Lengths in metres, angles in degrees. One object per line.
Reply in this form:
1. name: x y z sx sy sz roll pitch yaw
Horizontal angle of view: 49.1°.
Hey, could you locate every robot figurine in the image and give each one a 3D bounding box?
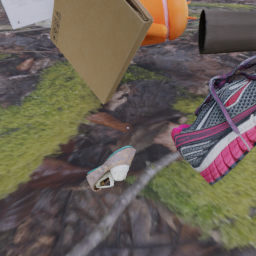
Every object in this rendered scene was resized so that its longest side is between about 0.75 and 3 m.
1. robot figurine: 0.597 -3.367 8.580 2.821 1.645 2.029 -8 4 6

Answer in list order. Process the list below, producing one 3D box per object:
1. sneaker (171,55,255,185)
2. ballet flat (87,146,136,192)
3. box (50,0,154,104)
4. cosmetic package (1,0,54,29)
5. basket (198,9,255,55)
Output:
1. sneaker: 1.617 -0.469 3.672 1.028 2.753 1.110 45 25 20
2. ballet flat: -0.211 0.621 3.936 0.348 1.022 0.344 8 55 -39
3. box: -0.799 -2.104 6.037 0.309 2.903 2.373 -34 81 -30
4. cosmetic package: -2.100 -3.391 6.694 1.950 1.470 0.504 -21 31 -11
5. basket: 3.117 -2.819 8.227 1.888 1.284 1.702 1 27 6
